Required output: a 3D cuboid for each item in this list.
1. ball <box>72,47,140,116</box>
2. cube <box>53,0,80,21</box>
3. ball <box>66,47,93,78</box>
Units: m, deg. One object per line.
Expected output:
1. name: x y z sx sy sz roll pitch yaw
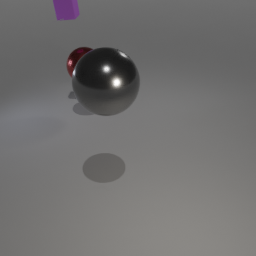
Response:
1. ball: -0.451 -0.946 5.799 1.400 1.400 1.400 0 30 0
2. cube: -2.232 -4.384 10.207 0.700 0.700 0.700 -1 35 7
3. ball: -1.655 -2.397 10.774 1.400 1.400 1.400 0 30 0
